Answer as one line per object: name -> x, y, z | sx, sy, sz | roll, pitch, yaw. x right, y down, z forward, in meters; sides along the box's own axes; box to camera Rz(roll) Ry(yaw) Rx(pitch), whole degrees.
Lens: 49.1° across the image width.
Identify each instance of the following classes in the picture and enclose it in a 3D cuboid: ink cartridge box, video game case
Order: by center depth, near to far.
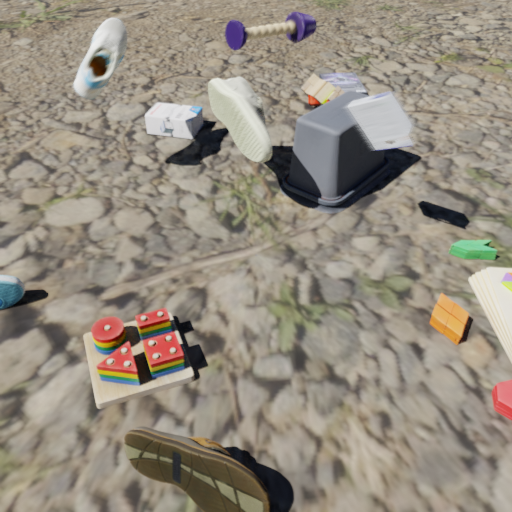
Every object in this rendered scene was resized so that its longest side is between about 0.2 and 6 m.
ink cartridge box -> 1.917, -2.019, 8.470 | 0.179, 0.883, 0.881 | -46, 24, -17
ink cartridge box -> -1.925, -3.210, 13.261 | 1.154, 0.496, 0.845 | 8, 39, 11
video game case -> 2.382, -4.729, 15.461 | 1.047, 0.139, 1.466 | -3, 38, -4

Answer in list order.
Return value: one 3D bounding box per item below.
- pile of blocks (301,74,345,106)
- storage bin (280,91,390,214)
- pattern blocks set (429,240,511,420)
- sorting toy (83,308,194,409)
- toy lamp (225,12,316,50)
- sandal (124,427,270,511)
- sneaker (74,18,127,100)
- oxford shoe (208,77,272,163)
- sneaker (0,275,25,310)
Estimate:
pile of blocks -> 1.772, -3.944, 14.210 | 0.676, 0.893, 2.174 | -47, 32, 10
storage bin -> 1.587, -2.226, 11.173 | 1.722, 1.589, 2.366 | 28, 46, 30
pattern blocks set -> 4.329, 0.908, 8.255 | 3.421, 0.315, 3.892 | -7, 39, -9
sorting toy -> -1.656, 1.277, 7.676 | 1.294, 0.453, 1.302 | -14, 41, -16
toy lamp -> 0.318, -4.053, 10.051 | 1.900, 0.553, 0.553 | -22, 43, -34
sandal -> -0.643, 2.361, 6.279 | 1.859, 0.759, 0.507 | 12, 18, 26
sneaker -> -2.817, -3.786, 10.535 | 0.667, 0.705, 1.745 | 25, 67, -27
oxford shoe -> -0.174, -2.623, 10.336 | 0.782, 1.019, 2.709 | -13, 40, -15
sneaker -> -4.452, 0.329, 8.698 | 1.705, 0.678, 1.113 | -6, 40, -9
